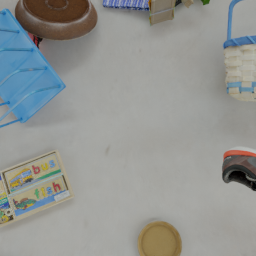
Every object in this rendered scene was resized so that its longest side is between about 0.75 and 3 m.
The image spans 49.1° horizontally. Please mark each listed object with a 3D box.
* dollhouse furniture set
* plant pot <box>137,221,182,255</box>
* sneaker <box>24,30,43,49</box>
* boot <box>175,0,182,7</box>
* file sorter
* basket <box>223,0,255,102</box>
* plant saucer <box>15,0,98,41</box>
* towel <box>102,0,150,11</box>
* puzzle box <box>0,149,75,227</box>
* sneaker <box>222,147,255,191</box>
[{"bbox_3d":[1.502,-4.143,8.833,2.123,1.061,0.820,-19,64,-6],"label":"dollhouse furniture set"},{"bbox_3d":[0.841,3.096,7.480,1.191,0.164,1.191,0,76,1],"label":"plant pot"},{"bbox_3d":[-3.274,-2.626,8.431,1.138,0.967,2.623,1,77,1],"label":"sneaker"},{"bbox_3d":[1.470,-4.577,9.244,0.851,0.339,1.033,-34,75,-9],"label":"boot"},{"bbox_3d":[-3.348,-1.498,7.234,1.816,1.606,2.617,-35,94,20],"label":"file sorter"},{"bbox_3d":[3.863,-2.175,7.529,2.641,2.083,2.995,11,96,37],"label":"basket"},{"bbox_3d":[-2.146,-3.638,8.498,2.489,0.429,2.489,6,57,-9],"label":"plant saucer"},{"bbox_3d":[0.144,-4.484,9.108,1.837,0.219,1.330,8,80,10],"label":"towel"},{"bbox_3d":[-2.732,1.640,7.763,2.172,0.276,1.445,-22,77,-5],"label":"puzzle box"},{"bbox_3d":[3.095,1.082,5.748,2.378,0.916,0.974,4,42,34],"label":"sneaker"}]
